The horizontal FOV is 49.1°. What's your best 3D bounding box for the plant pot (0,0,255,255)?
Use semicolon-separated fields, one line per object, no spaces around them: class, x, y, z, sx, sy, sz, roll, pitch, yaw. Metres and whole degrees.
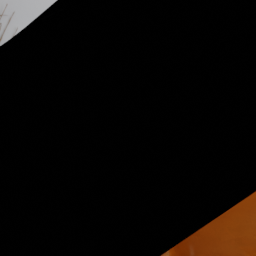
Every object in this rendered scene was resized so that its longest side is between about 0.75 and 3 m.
plant pot;0.268;0.992;0.698;2.627;2.627;2.405;-9;0;-33
